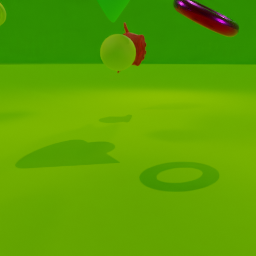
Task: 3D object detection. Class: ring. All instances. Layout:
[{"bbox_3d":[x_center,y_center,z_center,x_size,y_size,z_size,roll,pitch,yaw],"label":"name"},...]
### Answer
[{"bbox_3d":[1.327,-1.906,4.768,1.219,0.244,1.219,20,30,-12],"label":"ring"}]

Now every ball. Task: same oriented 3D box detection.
[{"bbox_3d":[-0.211,-1.590,5.917,0.749,0.749,0.749,0,14,0],"label":"ball"}]

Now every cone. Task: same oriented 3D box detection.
[{"bbox_3d":[0.039,-3.291,5.793,1.569,1.563,1.563,-22,9,15],"label":"cone"}]

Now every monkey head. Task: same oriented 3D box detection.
[{"bbox_3d":[0.101,-2.395,8.627,0.914,1.517,1.091,10,9,8],"label":"monkey head"}]

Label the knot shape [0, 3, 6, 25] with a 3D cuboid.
[{"bbox_3d":[-3.526,-2.997,6.547,0.647,1.311,1.401,27,19,21],"label":"knot shape"}]
